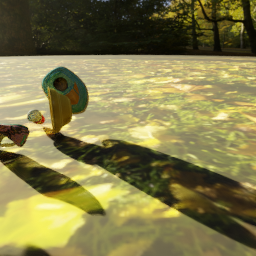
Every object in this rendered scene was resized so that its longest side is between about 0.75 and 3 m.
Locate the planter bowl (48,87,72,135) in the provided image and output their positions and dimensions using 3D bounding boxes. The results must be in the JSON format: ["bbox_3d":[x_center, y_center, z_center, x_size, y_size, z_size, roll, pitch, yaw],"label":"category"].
[{"bbox_3d":[-1.866,-0.495,7.788,0.554,1.331,1.331,-7,19,-17],"label":"planter bowl"}]

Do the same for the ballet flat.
[{"bbox_3d":[-3.088,0.142,6.829,1.746,0.621,0.604,9,-15,33],"label":"ballet flat"}]

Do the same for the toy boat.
[{"bbox_3d":[-2.137,-0.834,8.365,1.959,1.647,0.911,-45,-4,-8],"label":"toy boat"}]
